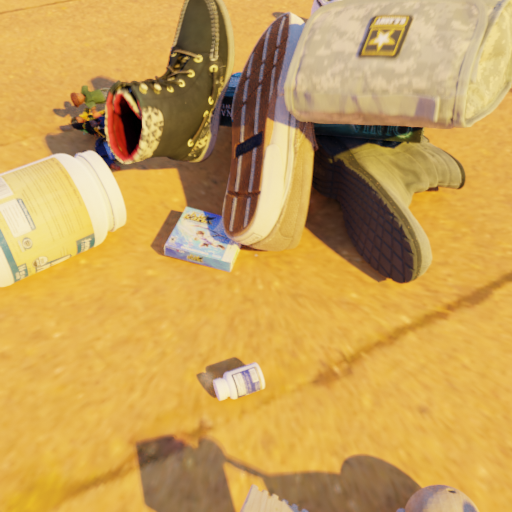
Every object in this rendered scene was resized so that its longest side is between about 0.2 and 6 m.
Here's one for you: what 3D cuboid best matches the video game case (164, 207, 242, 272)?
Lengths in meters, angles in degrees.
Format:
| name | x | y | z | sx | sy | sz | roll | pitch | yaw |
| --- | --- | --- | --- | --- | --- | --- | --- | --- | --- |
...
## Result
| name | x | y | z | sx | sy | sz | roll | pitch | yaw |
| --- | --- | --- | --- | --- | --- | --- | --- | --- | --- |
| video game case | -0.726 | -0.262 | 8.322 | 1.011 | 0.230 | 0.917 | 15 | 44 | 6 |

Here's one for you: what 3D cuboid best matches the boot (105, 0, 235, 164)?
| name | x | y | z | sx | sy | sz | roll | pitch | yaw |
| --- | --- | --- | --- | --- | --- | --- | --- | --- | --- |
| boot | -1.231 | -2.586 | 8.186 | 0.942 | 2.609 | 1.971 | 17 | 20 | 23 |

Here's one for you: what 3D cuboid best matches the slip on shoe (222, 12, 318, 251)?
| name | x | y | z | sx | sy | sz | roll | pitch | yaw |
| --- | --- | --- | --- | --- | --- | --- | --- | --- | --- |
| slip on shoe | 0.374 | -1.787 | 8.244 | 1.063 | 1.334 | 3.510 | 16 | 73 | -33 |

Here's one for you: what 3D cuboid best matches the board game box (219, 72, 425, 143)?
| name | x | y | z | sx | sy | sz | roll | pitch | yaw |
| --- | --- | --- | --- | --- | --- | --- | --- | --- | --- |
| board game box | 1.046 | -2.724 | 9.998 | 3.936 | 0.554 | 2.662 | 10 | 27 | 16 |

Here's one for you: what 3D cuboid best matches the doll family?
| name | x | y | z | sx | sy | sz | roll | pitch | yaw |
| --- | --- | --- | --- | --- | --- | --- | --- | --- | --- |
| doll family | -2.804 | -2.363 | 10.239 | 1.152 | 0.782 | 1.993 | -17 | 49 | -23 |

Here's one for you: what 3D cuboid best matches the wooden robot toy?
| name | x | y | z | sx | sy | sz | roll | pitch | yaw |
| --- | --- | --- | --- | --- | --- | --- | --- | --- | --- |
| wooden robot toy | 1.476 | 2.723 | 4.889 | 3.461 | 1.525 | 1.570 | 7 | 9 | 8 |

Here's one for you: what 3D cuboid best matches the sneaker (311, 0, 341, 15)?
| name | x | y | z | sx | sy | sz | roll | pitch | yaw |
| --- | --- | --- | --- | --- | --- | --- | --- | --- | --- |
| sneaker | 2.474 | -5.430 | 12.961 | 1.212 | 1.448 | 3.272 | -32 | 53 | -31 |

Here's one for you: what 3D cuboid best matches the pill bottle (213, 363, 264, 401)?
| name | x | y | z | sx | sy | sz | roll | pitch | yaw |
| --- | --- | --- | --- | --- | --- | --- | --- | --- | --- |
| pill bottle | -0.207 | 1.478 | 6.519 | 0.545 | 0.326 | 0.326 | -16 | 46 | -15 |

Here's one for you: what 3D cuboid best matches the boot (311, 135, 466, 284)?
| name | x | y | z | sx | sy | sz | roll | pitch | yaw |
| --- | --- | --- | --- | --- | --- | --- | --- | --- | --- |
| boot | 2.337 | -1.097 | 8.633 | 2.241 | 1.162 | 3.431 | -11 | 42 | -15 |

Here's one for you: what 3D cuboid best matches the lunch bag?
| name | x | y | z | sx | sy | sz | roll | pitch | yaw |
| --- | --- | --- | --- | --- | --- | --- | --- | --- | --- |
| lunch bag | 1.985 | -2.601 | 7.449 | 2.346 | 1.682 | 2.861 | 13 | 39 | 30 |

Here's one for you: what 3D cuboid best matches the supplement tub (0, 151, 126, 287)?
| name | x | y | z | sx | sy | sz | roll | pitch | yaw |
| --- | --- | --- | --- | --- | --- | --- | --- | --- | --- |
| supplement tub | -2.999 | -0.580 | 7.869 | 1.969 | 1.424 | 1.424 | -28 | 50 | -27 |
